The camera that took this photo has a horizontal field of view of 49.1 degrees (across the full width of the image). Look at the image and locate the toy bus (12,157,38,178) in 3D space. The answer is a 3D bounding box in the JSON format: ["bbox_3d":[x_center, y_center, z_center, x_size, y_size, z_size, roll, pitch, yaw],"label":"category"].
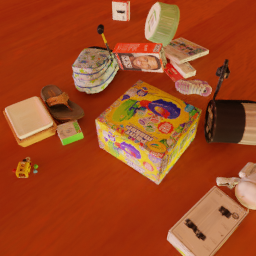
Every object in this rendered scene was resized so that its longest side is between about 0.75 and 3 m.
[{"bbox_3d":[-3.438,1.269,9.262,0.754,0.390,0.711,37,59,26],"label":"toy bus"}]

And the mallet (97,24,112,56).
[{"bbox_3d":[-0.850,-3.300,10.547,0.260,1.264,0.416,-13,50,11],"label":"mallet"}]

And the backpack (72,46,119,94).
[{"bbox_3d":[-1.425,-2.449,11.723,1.847,1.741,2.264,15,64,14],"label":"backpack"}]

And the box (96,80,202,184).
[{"bbox_3d":[0.693,0.055,9.528,2.537,1.547,2.443,30,57,23],"label":"box"}]

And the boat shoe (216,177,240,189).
[{"bbox_3d":[3.242,1.773,8.902,0.803,0.297,0.343,3,50,5],"label":"boat shoe"}]

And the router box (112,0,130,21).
[{"bbox_3d":[-0.374,-6.400,15.275,0.912,1.017,0.248,9,50,9],"label":"router box"}]

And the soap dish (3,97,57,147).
[{"bbox_3d":[-3.580,-0.231,10.290,1.426,0.736,1.813,-26,55,-20],"label":"soap dish"}]

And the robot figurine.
[{"bbox_3d":[3.903,1.753,8.458,1.711,0.966,1.451,-39,95,-29],"label":"robot figurine"}]

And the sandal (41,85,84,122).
[{"bbox_3d":[-2.668,-1.115,10.910,1.091,0.729,2.669,-25,48,-21],"label":"sandal"}]

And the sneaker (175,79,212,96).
[{"bbox_3d":[2.730,-1.781,11.741,1.490,0.599,0.659,10,44,3],"label":"sneaker"}]

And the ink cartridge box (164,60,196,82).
[{"bbox_3d":[2.254,-2.701,12.658,1.107,0.281,1.257,-20,53,-17],"label":"ink cartridge box"}]

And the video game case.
[{"bbox_3d":[2.481,-3.686,13.253,1.776,0.231,1.951,-24,43,-23],"label":"video game case"}]

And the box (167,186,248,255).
[{"bbox_3d":[2.219,2.753,7.865,2.066,0.621,1.205,-35,59,-26],"label":"box"}]

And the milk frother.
[{"bbox_3d":[4.051,-0.809,9.556,2.459,2.615,2.360,3,49,2],"label":"milk frother"}]

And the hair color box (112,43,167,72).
[{"bbox_3d":[0.382,-2.261,8.973,1.580,0.802,0.484,8,58,26],"label":"hair color box"}]

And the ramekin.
[{"bbox_3d":[1.225,-3.916,10.503,0.744,1.524,1.524,8,48,-19],"label":"ramekin"}]

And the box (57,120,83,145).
[{"bbox_3d":[-2.123,0.155,10.208,0.784,0.379,0.692,-20,55,-15],"label":"box"}]
